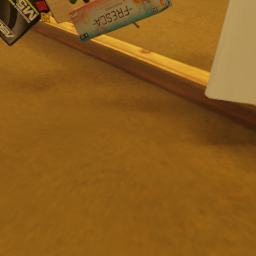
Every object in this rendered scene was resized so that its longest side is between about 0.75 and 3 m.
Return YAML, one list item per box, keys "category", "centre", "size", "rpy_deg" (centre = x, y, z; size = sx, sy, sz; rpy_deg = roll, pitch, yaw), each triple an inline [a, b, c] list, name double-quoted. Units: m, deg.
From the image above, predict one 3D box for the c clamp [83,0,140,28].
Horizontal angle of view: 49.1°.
- category: "c clamp"
  centre: [-0.672, -3.388, 7.965]
  size: [0.248, 1.566, 1.833]
  rpy_deg: [-53, 37, -5]

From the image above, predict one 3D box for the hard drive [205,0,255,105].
- category: "hard drive"
  centre: [2.692, -1.820, 5.182]
  size: [1.865, 2.827, 0.377]
  rpy_deg: [7, 21, -9]

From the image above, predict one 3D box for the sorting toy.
- category: "sorting toy"
  centre: [-1.749, -2.963, 7.122]
  size: [1.281, 0.618, 0.217]
  rpy_deg: [-33, 10, -37]

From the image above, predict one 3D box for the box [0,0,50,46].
- category: "box"
  centre: [-3.045, -3.555, 7.082]
  size: [2.047, 2.119, 0.504]
  rpy_deg: [-47, 29, -12]

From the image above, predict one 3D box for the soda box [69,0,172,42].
- category: "soda box"
  centre: [-0.199, -2.514, 5.927]
  size: [2.125, 0.727, 0.675]
  rpy_deg: [-7, 27, 35]
